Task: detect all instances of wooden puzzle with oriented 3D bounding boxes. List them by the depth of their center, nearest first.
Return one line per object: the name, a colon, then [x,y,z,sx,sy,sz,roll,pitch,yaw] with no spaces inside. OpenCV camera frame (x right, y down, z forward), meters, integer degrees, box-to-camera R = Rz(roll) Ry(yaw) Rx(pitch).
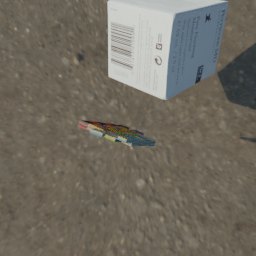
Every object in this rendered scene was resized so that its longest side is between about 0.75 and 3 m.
wooden puzzle: [-0.178,0.110,5.433,1.123,1.893,0.133,21,98,31]

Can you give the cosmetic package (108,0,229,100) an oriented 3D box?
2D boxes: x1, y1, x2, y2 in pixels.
cosmetic package: [0.856,-1.952,6.283,1.720,1.718,2.085,28,43,35]
